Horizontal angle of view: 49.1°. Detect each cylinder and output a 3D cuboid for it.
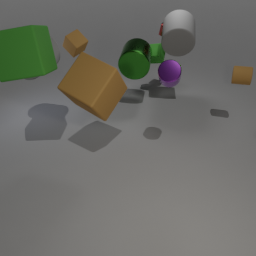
[{"bbox_3d":[4.469,-2.062,10.984,0.700,0.700,0.700,8,31,17],"label":"cylinder"},{"bbox_3d":[2.162,-4.048,11.979,1.400,1.400,1.400,4,54,7],"label":"cylinder"},{"bbox_3d":[1.290,-1.674,8.673,0.700,0.700,0.700,6,-4,9],"label":"cylinder"},{"bbox_3d":[-3.479,-2.668,10.380,1.400,1.400,1.400,-18,15,40],"label":"cylinder"},{"bbox_3d":[0.349,-3.121,12.631,1.400,1.400,1.400,4,40,7],"label":"cylinder"}]

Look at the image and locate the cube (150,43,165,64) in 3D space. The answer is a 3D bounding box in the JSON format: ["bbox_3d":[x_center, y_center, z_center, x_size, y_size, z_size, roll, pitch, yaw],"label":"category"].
[{"bbox_3d":[1.371,-3.653,13.766,0.700,0.700,0.700,4,73,27],"label":"cube"}]

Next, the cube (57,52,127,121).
[{"bbox_3d":[-1.086,-1.293,8.986,1.400,1.400,1.400,30,83,20],"label":"cube"}]

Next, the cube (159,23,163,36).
[{"bbox_3d":[1.981,-4.726,13.337,0.700,0.700,0.700,34,67,10],"label":"cube"}]

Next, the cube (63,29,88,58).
[{"bbox_3d":[-2.200,-3.533,11.699,0.700,0.700,0.700,46,60,-1],"label":"cube"}]

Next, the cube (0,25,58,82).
[{"bbox_3d":[-3.155,-2.296,8.553,1.400,1.400,1.400,-8,19,5],"label":"cube"}]
